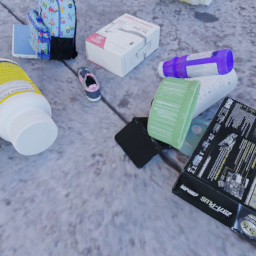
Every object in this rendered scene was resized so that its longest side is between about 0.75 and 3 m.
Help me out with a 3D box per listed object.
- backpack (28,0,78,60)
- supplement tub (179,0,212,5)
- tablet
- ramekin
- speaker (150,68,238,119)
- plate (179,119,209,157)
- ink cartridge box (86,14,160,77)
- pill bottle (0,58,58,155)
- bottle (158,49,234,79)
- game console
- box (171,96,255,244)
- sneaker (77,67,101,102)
[{"bbox_3d":[-2.743,-3.898,10.269,1.553,2.309,2.108,-11,50,-27],"label":"backpack"},{"bbox_3d":[2.805,-6.981,13.188,2.641,1.915,1.915,27,56,21],"label":"supplement tub"},{"bbox_3d":[-3.889,-3.521,11.318,1.445,0.152,2.220,-2,49,-20],"label":"tablet"},{"bbox_3d":[1.025,-0.381,6.269,0.766,1.569,1.569,18,53,16],"label":"ramekin"},{"bbox_3d":[2.068,-1.039,8.624,2.923,1.187,1.187,-33,58,-29],"label":"speaker"},{"bbox_3d":[2.095,0.254,8.349,1.499,0.191,1.499,0,51,0],"label":"plate"},{"bbox_3d":[-0.161,-3.235,10.696,1.757,0.993,2.398,31,57,23],"label":"ink cartridge box"},{"bbox_3d":[-3.258,-0.621,8.135,1.633,1.633,2.934,-29,57,-22],"label":"pill bottle"},{"bbox_3d":[1.661,-1.571,7.073,1.817,0.593,0.759,0,21,34],"label":"bottle"},{"bbox_3d":[0.531,0.389,8.255,1.240,0.821,1.410,-3,41,-43],"label":"game console"},{"bbox_3d":[2.810,0.901,7.010,2.326,1.223,2.841,29,56,15],"label":"box"},{"bbox_3d":[-1.341,-1.703,9.620,0.607,0.710,1.731,-19,53,-15],"label":"sneaker"}]
